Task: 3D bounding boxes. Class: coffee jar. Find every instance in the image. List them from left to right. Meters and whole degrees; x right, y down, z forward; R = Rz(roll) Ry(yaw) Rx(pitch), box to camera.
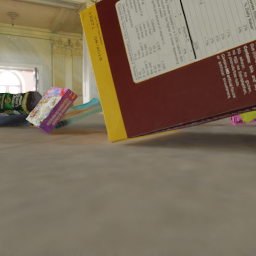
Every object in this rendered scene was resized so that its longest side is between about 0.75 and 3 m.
[{"bbox_3d":[-2.666,-0.605,6.873,1.106,0.577,0.472,-2,-21,12],"label":"coffee jar"}]

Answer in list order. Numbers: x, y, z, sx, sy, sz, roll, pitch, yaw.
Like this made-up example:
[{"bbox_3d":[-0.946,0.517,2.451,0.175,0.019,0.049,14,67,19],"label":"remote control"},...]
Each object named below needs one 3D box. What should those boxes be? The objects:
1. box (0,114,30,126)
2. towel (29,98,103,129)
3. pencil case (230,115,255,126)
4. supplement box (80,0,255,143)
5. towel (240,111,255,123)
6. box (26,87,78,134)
[{"bbox_3d":[-3.519,-0.445,8.136,1.410,0.734,1.284,-3,4,-33],"label":"box"},{"bbox_3d":[-1.298,-0.450,7.405,2.216,0.240,1.625,-24,17,-37],"label":"towel"},{"bbox_3d":[3.886,-0.540,7.897,2.001,0.908,0.937,-5,-12,5],"label":"pencil case"},{"bbox_3d":[1.287,-1.019,3.988,2.628,1.745,2.592,-16,-4,28],"label":"supplement box"},{"bbox_3d":[3.700,-1.157,7.320,2.324,1.000,0.210,-35,9,-10],"label":"towel"},{"bbox_3d":[-1.587,-0.397,5.708,0.260,0.910,1.330,41,-12,-28],"label":"box"}]
